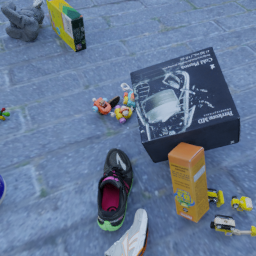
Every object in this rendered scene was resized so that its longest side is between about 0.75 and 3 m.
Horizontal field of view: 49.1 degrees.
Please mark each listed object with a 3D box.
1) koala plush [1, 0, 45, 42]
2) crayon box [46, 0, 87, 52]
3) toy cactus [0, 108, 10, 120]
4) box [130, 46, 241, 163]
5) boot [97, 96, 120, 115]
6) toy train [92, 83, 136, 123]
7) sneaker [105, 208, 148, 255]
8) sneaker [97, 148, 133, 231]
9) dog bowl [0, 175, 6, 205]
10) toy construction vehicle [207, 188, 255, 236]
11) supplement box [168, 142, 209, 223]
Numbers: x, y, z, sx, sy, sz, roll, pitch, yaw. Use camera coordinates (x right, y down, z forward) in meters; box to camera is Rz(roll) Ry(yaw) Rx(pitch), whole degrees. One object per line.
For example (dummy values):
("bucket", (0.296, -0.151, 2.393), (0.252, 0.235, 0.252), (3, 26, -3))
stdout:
("koala plush", (-4.956, -5.551, 14.210), (1.863, 1.798, 2.028), (25, 53, 5))
("crayon box", (-3.041, -5.163, 13.760), (0.684, 1.710, 2.693), (-29, 56, -23))
("toy cactus", (-5.250, -0.495, 10.608), (1.393, 0.712, 1.149), (-26, 45, -10))
("box", (1.690, -0.668, 8.671), (2.711, 1.680, 2.665), (-16, 59, 12))
("boot", (-0.790, -0.978, 11.118), (0.424, 0.413, 1.123), (33, 60, 32))
("toy train", (-0.331, -1.066, 10.817), (1.513, 0.560, 2.015), (44, 59, 9))
("sneaker", (-0.051, 3.121, 7.403), (1.023, 0.842, 2.223), (8, 49, 12))
("sneaker", (-0.361, 1.655, 8.404), (1.022, 1.116, 2.663), (1, 50, 1))
("dog bowl", (-4.660, 1.902, 8.499), (1.679, 0.661, 1.679), (0, 50, 0))
("toy construction vehicle", (2.879, 2.476, 8.194), (1.510, 0.532, 1.315), (7, 39, 2))
("supplement box", (1.696, 1.521, 7.708), (0.722, 2.170, 0.746), (12, 38, 41))
